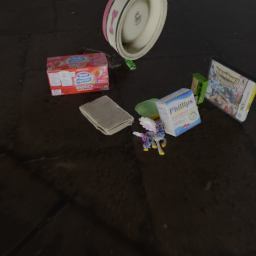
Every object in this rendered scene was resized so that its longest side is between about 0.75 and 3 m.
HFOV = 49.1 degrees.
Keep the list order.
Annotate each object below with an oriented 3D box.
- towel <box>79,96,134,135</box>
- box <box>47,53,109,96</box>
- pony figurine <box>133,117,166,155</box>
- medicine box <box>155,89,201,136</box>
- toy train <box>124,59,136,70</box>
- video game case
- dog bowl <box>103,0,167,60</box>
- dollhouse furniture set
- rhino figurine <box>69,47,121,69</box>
[{"bbox_3d":[-0.848,-0.529,11.107,1.348,0.351,2.035,-27,49,-27],"label":"towel"},{"bbox_3d":[-2.170,-2.395,12.356,2.561,1.277,1.223,-7,44,-7],"label":"box"},{"bbox_3d":[0.835,0.264,9.969,1.170,1.010,1.212,14,49,-13],"label":"pony figurine"},{"bbox_3d":[1.848,-0.591,10.256,1.222,1.341,0.690,-27,21,-16],"label":"medicine box"},{"bbox_3d":[0.086,-3.253,14.032,0.310,0.229,1.099,-21,47,-7],"label":"toy train"},{"bbox_3d":[3.922,-1.505,10.973,0.268,1.901,2.103,-27,50,-25],"label":"video game case"},{"bbox_3d":[0.214,-4.091,10.622,1.048,2.841,2.841,37,55,26],"label":"dog bowl"},{"bbox_3d":[1.820,-1.172,11.195,2.922,1.128,1.460,-19,47,-19],"label":"dollhouse furniture set"},{"bbox_3d":[-1.529,-3.396,13.799,2.522,0.754,1.103,14,45,11],"label":"rhino figurine"}]
